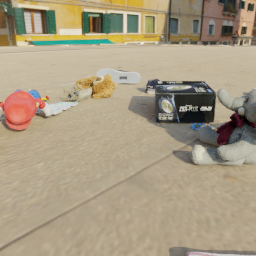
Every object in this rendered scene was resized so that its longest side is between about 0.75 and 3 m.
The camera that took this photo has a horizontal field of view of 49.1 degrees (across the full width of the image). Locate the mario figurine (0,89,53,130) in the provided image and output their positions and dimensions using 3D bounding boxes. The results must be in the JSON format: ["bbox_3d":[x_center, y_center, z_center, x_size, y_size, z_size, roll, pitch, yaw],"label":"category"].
[{"bbox_3d":[-3.113,-0.468,8.232,1.432,1.229,2.319,-35,21,-1],"label":"mario figurine"}]

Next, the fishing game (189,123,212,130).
[{"bbox_3d":[2.112,-0.066,8.111,0.617,0.134,0.862,-4,18,-8],"label":"fishing game"}]

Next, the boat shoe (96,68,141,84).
[{"bbox_3d":[-0.472,-2.585,14.242,2.250,0.772,0.637,5,12,-2],"label":"boat shoe"}]

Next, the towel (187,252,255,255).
[{"bbox_3d":[1.463,1.912,2.417,1.625,0.332,2.221,2,20,3],"label":"towel"}]

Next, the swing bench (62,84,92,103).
[{"bbox_3d":[-1.991,-1.323,10.970,0.855,0.555,0.851,16,24,24],"label":"swing bench"}]

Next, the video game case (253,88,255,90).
[{"bbox_3d":[6.191,-1.045,10.524,2.478,0.323,2.723,5,22,14],"label":"video game case"}]

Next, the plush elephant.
[{"bbox_3d":[2.499,-0.135,5.976,2.215,1.715,1.824,10,22,25],"label":"plush elephant"}]

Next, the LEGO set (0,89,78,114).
[{"bbox_3d":[-3.245,-0.956,9.956,2.427,0.596,1.813,4,17,14],"label":"LEGO set"}]

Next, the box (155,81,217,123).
[{"bbox_3d":[1.780,-0.938,9.258,1.771,0.931,2.163,1,19,5],"label":"box"}]

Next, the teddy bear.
[{"bbox_3d":[-1.460,-1.958,12.276,1.833,0.844,2.528,-5,21,-9],"label":"teddy bear"}]

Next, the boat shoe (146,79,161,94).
[{"bbox_3d":[1.440,-1.811,12.158,1.341,0.622,0.501,1,20,3],"label":"boat shoe"}]
